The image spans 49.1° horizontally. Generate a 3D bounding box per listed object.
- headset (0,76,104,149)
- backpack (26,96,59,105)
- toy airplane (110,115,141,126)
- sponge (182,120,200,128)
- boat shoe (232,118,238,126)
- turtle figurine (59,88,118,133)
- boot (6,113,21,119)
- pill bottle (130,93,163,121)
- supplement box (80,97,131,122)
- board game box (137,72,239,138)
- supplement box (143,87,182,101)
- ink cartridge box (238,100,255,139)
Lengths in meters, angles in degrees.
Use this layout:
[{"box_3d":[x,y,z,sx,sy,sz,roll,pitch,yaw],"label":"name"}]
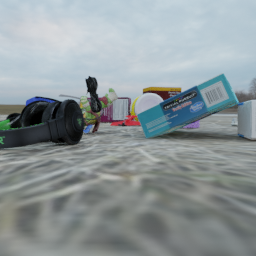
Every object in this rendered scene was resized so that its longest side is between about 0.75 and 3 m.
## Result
[{"box_3d":[-1.465,-0.299,5.390,1.549,1.179,2.508,4,17,42],"label":"headset"},{"box_3d":[-3.317,-0.640,11.256,1.346,1.129,1.093,4,-1,-39],"label":"backpack"},{"box_3d":[0.047,-0.310,11.807,1.512,0.278,1.512,-6,13,1],"label":"toy airplane"},{"box_3d":[1.534,-0.257,11.110,1.470,0.393,2.635,-1,4,-17],"label":"sponge"},{"box_3d":[4.578,-0.266,11.822,0.376,0.328,1.022,2,4,32],"label":"boat shoe"},{"box_3d":[-1.108,-0.690,7.796,1.422,1.055,1.466,-36,57,-26],"label":"turtle figurine"},{"box_3d":[-4.143,-0.376,11.640,1.425,0.544,1.197,-6,-1,8],"label":"boot"},{"box_3d":[0.858,-0.918,13.662,1.410,1.410,2.508,0,3,-7],"label":"pill bottle"},{"box_3d":[-1.178,-1.014,15.521,2.657,1.371,1.739,0,3,3],"label":"supplement box"},{"box_3d":[1.654,-0.513,7.091,2.039,0.634,2.700,-25,-6,22],"label":"board game box"},{"box_3d":[1.952,-1.357,16.249,1.931,1.957,1.300,-1,4,-16],"label":"supplement box"},{"box_3d":[3.569,-0.185,6.120,2.004,0.861,1.468,-2,2,11],"label":"ink cartridge box"}]
